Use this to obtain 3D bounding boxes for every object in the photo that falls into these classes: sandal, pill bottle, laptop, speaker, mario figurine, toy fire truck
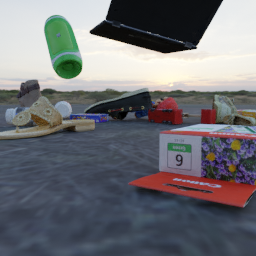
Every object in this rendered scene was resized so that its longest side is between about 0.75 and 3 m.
[{"bbox_3d":[-1.985,-0.321,6.919,1.012,0.908,2.760,5,8,42],"label":"sandal"},{"bbox_3d":[-2.909,-0.818,12.557,0.766,0.766,1.356,-1,7,-12],"label":"pill bottle"},{"bbox_3d":[0.624,-2.890,6.786,2.449,1.516,2.615,9,6,-22],"label":"laptop"},{"bbox_3d":[-3.276,-0.364,8.910,1.043,0.594,0.594,-1,6,-4],"label":"pill bottle"},{"bbox_3d":[-2.421,-3.040,10.382,1.146,2.591,1.146,-15,-32,-10],"label":"speaker"},{"bbox_3d":[1.163,-0.949,11.781,1.425,1.224,2.308,-4,5,-42],"label":"mario figurine"},{"bbox_3d":[1.867,-0.431,9.998,1.484,0.513,2.104,-3,6,-32],"label":"toy fire truck"}]

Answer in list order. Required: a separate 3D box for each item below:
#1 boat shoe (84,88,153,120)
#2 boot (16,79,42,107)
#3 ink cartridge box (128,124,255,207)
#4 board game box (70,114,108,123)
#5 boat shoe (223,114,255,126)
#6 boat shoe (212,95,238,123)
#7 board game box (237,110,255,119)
[{"bbox_3d":[-0.442,-0.762,11.159,2.948,0.924,1.078,-14,-1,24],"label":"boat shoe"},{"bbox_3d":[-3.981,-1.246,12.141,2.316,1.693,0.813,3,7,31],"label":"boot"},{"bbox_3d":[0.965,0.267,3.105,1.076,0.497,1.975,4,6,34],"label":"ink cartridge box"},{"bbox_3d":[-1.479,-0.388,10.738,1.233,0.276,0.829,2,6,20],"label":"board game box"},{"bbox_3d":[3.442,-0.246,8.787,0.335,0.392,1.069,-1,6,-44],"label":"boat shoe"},{"bbox_3d":[3.678,-0.677,10.783,0.858,1.003,2.736,6,17,17],"label":"boat shoe"},{"bbox_3d":[5.965,-0.615,12.724,1.332,0.418,2.789,-3,9,-18],"label":"board game box"}]
